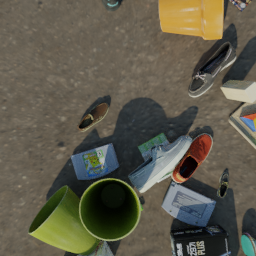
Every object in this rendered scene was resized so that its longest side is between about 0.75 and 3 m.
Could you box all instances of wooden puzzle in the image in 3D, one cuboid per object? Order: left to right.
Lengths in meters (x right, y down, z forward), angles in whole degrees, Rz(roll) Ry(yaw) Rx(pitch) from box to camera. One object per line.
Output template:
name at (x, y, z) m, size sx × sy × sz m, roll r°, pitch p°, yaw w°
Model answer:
wooden puzzle at (5.665, -0.336, 11.024) m, size 2.515 × 0.582 × 2.330 m, roll -42°, pitch 82°, yaw -2°

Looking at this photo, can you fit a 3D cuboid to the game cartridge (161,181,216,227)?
game cartridge at (2.368, 3.081, 11.138) m, size 1.920 × 0.399 × 1.279 m, roll 25°, pitch 93°, yaw 1°

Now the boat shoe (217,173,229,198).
boat shoe at (3.835, 2.285, 11.179) m, size 0.358 × 0.302 × 1.004 m, roll 15°, pitch 88°, yaw 0°

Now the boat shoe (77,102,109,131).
boat shoe at (-1.373, -0.430, 11.130) m, size 0.573 × 0.574 × 1.552 m, roll 44°, pitch 89°, yaw 1°

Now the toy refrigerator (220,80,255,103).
toy refrigerator at (4.262, -1.427, 10.607) m, size 0.553 × 1.581 × 0.600 m, roll -38°, pitch 107°, yaw -3°

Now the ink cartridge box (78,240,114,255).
ink cartridge box at (-1.617, 5.325, 10.449) m, size 2.150 × 1.551 × 0.900 m, roll -32°, pitch 88°, yaw -1°

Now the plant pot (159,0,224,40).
plant pot at (2.368, -4.508, 10.532) m, size 2.225 × 2.431 × 2.431 m, roll -1°, pitch 88°, yaw 16°

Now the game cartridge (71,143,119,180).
game cartridge at (-1.295, 1.406, 11.210) m, size 1.750 × 0.354 × 1.167 m, roll -18°, pitch 92°, yaw 0°

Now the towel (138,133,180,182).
towel at (1.306, 1.189, 11.242) m, size 1.241 × 0.255 × 1.664 m, roll -29°, pitch 88°, yaw -2°

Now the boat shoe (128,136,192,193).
boat shoe at (1.171, 1.187, 10.707) m, size 1.024 × 1.004 × 2.877 m, roll 45°, pitch 95°, yaw -3°

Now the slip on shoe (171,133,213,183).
slip on shoe at (2.587, 1.160, 10.905) m, size 0.865 × 0.715 × 2.335 m, roll 42°, pitch 74°, yaw 0°

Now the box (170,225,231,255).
box at (2.795, 5.184, 10.688) m, size 2.066 × 1.086 × 2.523 m, roll -6°, pitch 88°, yaw 0°

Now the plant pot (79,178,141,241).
plant pot at (-0.580, 2.716, 10.229) m, size 2.027 × 2.166 × 2.027 m, roll 0°, pitch 87°, yaw 0°

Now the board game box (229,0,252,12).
board game box at (4.792, -5.514, 11.476) m, size 0.833 × 0.213 × 1.230 m, roll 43°, pitch 88°, yaw 2°

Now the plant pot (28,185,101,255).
plant pot at (-2.127, 3.660, 10.462) m, size 2.228 × 2.085 × 2.085 m, roll 43°, pitch 89°, yaw -13°

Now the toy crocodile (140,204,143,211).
toy crocodile at (-0.019, 3.417, 11.128) m, size 1.326 × 0.410 × 0.448 m, roll -29°, pitch 86°, yaw -6°

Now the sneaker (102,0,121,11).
sneaker at (-0.853, -6.050, 11.102) m, size 0.981 × 1.032 × 2.603 m, roll -18°, pitch 87°, yaw 1°

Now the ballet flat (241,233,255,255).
ballet flat at (4.972, 5.006, 10.964) m, size 0.745 × 0.724 × 2.095 m, roll -14°, pitch 93°, yaw -19°

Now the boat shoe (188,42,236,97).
boat shoe at (3.190, -2.318, 10.909) m, size 2.568 × 0.732 × 0.859 m, roll -45°, pitch 45°, yaw -7°
